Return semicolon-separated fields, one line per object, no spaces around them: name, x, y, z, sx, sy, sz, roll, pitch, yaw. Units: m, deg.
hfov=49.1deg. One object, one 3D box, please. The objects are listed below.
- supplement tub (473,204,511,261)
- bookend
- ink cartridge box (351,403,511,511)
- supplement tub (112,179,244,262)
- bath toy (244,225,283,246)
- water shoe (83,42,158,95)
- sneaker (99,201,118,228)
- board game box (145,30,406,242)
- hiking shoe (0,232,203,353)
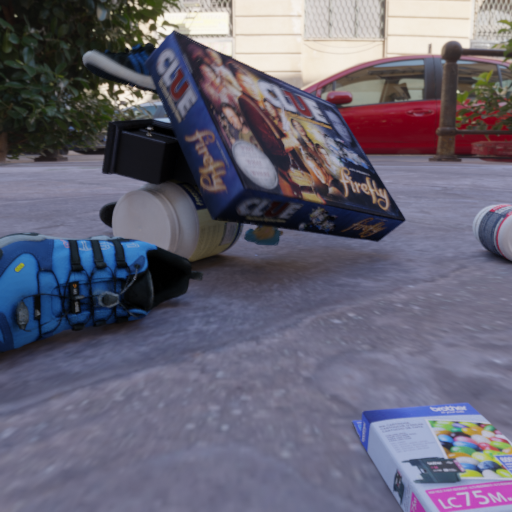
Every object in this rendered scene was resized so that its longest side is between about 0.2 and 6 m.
supplement tub;4.513;-0.425;9.951;0.925;0.925;1.318;-1;12;-3
bookend;-1.230;-1.548;8.683;1.664;0.771;1.675;15;17;8
ink cartridge box;1.214;1.294;3.581;0.836;0.294;1.401;-1;11;-9
supplement tub;-1.268;-0.588;9.454;1.445;1.445;1.993;7;14;31
bath toy;0.083;-1.111;9.904;0.696;1.884;0.819;2;-27;-7
water shoe;-2.336;-3.738;10.842;0.786;0.867;2.198;17;9;39
sneaker;-2.635;-0.973;13.212;2.319;0.696;1.209;-1;11;-29
board game box;0.509;-1.739;9.171;4.292;2.907;0.743;4;-36;-49
hiking shoe;-1.848;0.271;6.162;1.355;1.162;3.124;4;13;21
